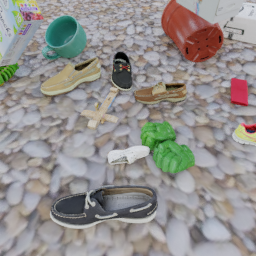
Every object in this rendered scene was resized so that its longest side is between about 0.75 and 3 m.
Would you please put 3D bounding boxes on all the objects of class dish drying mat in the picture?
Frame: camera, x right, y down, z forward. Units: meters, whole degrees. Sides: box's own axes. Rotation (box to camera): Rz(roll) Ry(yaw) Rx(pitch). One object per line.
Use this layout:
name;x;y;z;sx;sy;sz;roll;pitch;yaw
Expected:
dish drying mat;4.058;-1.337;10.229;0.599;0.142;1.559;11;43;11

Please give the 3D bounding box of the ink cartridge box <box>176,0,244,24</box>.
ink cartridge box;2.621;-4.323;8.756;1.264;1.259;1.740;-27;57;-24

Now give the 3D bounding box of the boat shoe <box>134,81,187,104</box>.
boat shoe;1.146;-1.306;9.779;1.863;0.688;0.705;-4;43;-4

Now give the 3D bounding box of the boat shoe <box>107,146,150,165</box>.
boat shoe;0.037;0.808;7.732;1.192;0.422;0.413;-11;44;1

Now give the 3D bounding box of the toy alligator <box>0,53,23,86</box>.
toy alligator;-4.583;-2.310;10.813;0.689;0.753;2.540;13;44;14

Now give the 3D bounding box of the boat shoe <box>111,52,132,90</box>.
boat shoe;-0.239;-2.207;10.742;0.765;0.656;2.092;4;43;-13

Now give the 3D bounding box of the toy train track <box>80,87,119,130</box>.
toy train track;-0.801;-0.800;9.486;1.276;0.362;2.225;13;44;13

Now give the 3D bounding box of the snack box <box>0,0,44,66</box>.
snack box;-3.659;-3.320;8.380;0.716;2.703;1.922;-25;90;-42

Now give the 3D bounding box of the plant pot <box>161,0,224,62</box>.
plant pot;2.807;-4.148;11.887;2.332;2.332;2.268;-7;52;-8

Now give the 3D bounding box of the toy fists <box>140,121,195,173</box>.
toy fists;1.016;0.491;7.883;0.973;0.656;1.908;-17;47;-17

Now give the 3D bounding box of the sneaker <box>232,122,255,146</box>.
sneaker;3.882;0.193;8.184;1.480;0.668;0.578;8;42;6

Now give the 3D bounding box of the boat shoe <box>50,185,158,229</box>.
boat shoe;-0.562;1.743;6.441;2.504;0.756;0.925;1;43;1

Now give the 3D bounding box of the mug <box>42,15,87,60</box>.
mug;-2.687;-3.744;11.935;1.873;1.158;1.539;-13;70;16

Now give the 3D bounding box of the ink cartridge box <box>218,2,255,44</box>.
ink cartridge box;5.374;-5.272;13.672;2.857;1.204;2.086;20;46;20

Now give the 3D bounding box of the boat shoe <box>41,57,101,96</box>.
boat shoe;-2.126;-2.016;10.358;2.467;0.940;0.884;-31;51;-29
